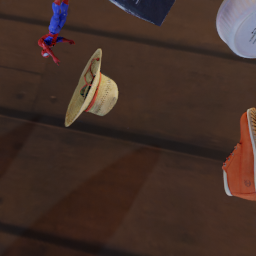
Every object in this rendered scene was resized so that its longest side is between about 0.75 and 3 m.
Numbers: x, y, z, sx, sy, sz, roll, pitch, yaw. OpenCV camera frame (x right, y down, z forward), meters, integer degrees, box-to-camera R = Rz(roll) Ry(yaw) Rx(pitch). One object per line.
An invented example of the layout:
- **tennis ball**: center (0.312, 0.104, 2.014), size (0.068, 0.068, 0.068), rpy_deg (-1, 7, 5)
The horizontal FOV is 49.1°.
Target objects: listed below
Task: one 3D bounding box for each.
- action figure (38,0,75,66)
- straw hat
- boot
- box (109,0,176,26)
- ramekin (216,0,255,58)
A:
- **action figure**: center (-1.618, -2.365, 6.950), size (0.957, 1.933, 0.631), rpy_deg (45, 39, 4)
- **straw hat**: center (-0.715, -0.815, 6.743), size (0.855, 2.021, 2.021), rpy_deg (24, 73, -22)
- **boot**: center (2.727, 0.628, 6.651), size (0.808, 1.154, 2.153), rpy_deg (5, 81, -41)
- **box**: center (-0.137, -3.957, 7.053), size (2.313, 2.353, 1.458), rpy_deg (21, 109, -30)
- **ramekin**: center (3.460, -2.779, 7.389), size (2.049, 2.049, 0.954), rpy_deg (-4, 52, -1)
